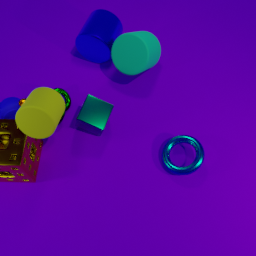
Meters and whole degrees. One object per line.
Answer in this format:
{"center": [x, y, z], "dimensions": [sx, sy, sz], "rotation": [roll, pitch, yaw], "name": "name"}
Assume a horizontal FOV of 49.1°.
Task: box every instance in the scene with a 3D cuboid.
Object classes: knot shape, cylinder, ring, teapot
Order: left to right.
{"center": [-3.433, -0.577, 8.413], "dimensions": [0.844, 1.357, 0.665], "rotation": [-42, 62, 24], "name": "teapot"}
{"center": [-2.148, -0.384, 6.967], "dimensions": [0.956, 0.956, 0.956], "rotation": [5, 37, 3], "name": "cylinder"}
{"center": [-2.300, -0.743, 8.836], "dimensions": [1.226, 0.567, 1.148], "rotation": [32, 65, 17], "name": "knot shape"}
{"center": [-0.990, -3.188, 9.782], "dimensions": [1.313, 1.313, 1.313], "rotation": [16, 62, 9], "name": "cylinder"}
{"center": [0.285, -2.460, 9.123], "dimensions": [1.276, 1.276, 1.276], "rotation": [25, 28, 14], "name": "cylinder"}
{"center": [1.555, 0.756, 7.979], "dimensions": [1.220, 0.244, 1.220], "rotation": [-8, 62, 16], "name": "ring"}

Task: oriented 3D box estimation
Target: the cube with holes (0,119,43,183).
{"center": [-3.227, 0.643, 7.627], "dimensions": [1.304, 1.304, 1.304], "rotation": [1, 61, 1], "name": "cube with holes"}

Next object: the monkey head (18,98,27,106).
{"center": [-2.366, -0.624, 8.067], "dimensions": [0.816, 1.355, 0.975], "rotation": [21, 90, 46], "name": "monkey head"}

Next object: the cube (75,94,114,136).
{"center": [-0.999, -0.355, 8.287], "dimensions": [0.831, 0.831, 0.831], "rotation": [24, 72, -6], "name": "cube"}
